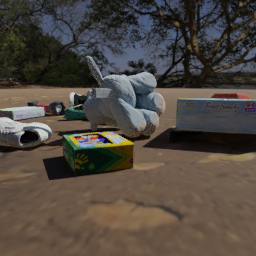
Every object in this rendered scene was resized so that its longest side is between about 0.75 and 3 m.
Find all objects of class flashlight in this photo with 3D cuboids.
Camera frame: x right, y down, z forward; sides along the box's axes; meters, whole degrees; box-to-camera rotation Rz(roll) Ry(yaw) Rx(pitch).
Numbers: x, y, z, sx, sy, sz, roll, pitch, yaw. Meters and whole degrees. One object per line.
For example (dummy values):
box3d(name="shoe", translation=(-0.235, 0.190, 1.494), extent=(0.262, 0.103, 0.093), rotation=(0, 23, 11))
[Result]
box3d(name="flashlight", translation=(-4.119, -1.039, 13.891), extent=(2.139, 0.724, 0.727), rotation=(7, 14, 30))

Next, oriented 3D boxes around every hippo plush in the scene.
box3d(name="hippo plush", translation=(-0.444, -0.518, 8.987), extent=(2.825, 2.250, 2.272), rotation=(3, -22, -37))

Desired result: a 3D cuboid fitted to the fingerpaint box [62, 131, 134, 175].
box3d(name="fingerpaint box", translation=(-0.685, 0.462, 5.986), extent=(1.206, 0.530, 1.446), rotation=(-4, 11, -20))

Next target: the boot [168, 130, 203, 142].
box3d(name="boot", translation=(1.632, 0.251, 7.910), extent=(0.966, 0.317, 0.796), rotation=(7, 13, 12))

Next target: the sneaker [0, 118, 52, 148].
box3d(name="sneaker", translation=(-3.037, 0.132, 7.288), extent=(1.921, 0.719, 0.957), rotation=(-1, 10, -3))

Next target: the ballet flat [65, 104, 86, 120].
box3d(name="ballet flat", translation=(-1.823, -0.708, 12.181), extent=(1.822, 0.641, 0.613), rotation=(-4, 15, -22))

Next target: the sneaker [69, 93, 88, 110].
box3d(name="sneaker", translation=(-2.158, -1.377, 14.836), extent=(1.558, 1.017, 2.784), rotation=(-1, 9, 0))

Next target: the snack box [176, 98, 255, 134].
box3d(name="snack box", translation=(2.905, -0.386, 8.698), extent=(2.455, 0.985, 2.912), rotation=(3, 5, 17))

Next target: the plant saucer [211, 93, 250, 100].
box3d(name="plant saucer", translation=(3.005, -0.924, 8.207), extent=(0.850, 0.156, 0.849), rotation=(7, 7, 43))

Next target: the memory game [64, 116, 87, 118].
box3d(name="memory game", translation=(-2.307, -0.557, 12.945), extent=(1.322, 0.084, 1.322), rotation=(-1, 10, 0))

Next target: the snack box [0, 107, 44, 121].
box3d(name="snack box", translation=(-4.813, -0.671, 12.494), extent=(1.234, 0.460, 1.736), rotation=(6, 12, 29))
